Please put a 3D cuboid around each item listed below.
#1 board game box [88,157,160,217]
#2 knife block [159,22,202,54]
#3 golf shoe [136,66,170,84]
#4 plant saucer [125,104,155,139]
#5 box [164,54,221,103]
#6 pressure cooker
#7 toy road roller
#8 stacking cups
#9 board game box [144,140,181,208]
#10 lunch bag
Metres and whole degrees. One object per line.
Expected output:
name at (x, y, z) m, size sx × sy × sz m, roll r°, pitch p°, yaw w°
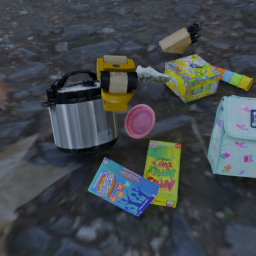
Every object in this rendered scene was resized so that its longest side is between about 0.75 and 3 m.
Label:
board game box at (-0.115, 1.247, 5.803) m, size 1.248 × 0.949 × 0.281 m, roll 28°, pitch 41°, yaw 0°
knife block at (1.926, -3.240, 9.932) m, size 1.352 × 1.187 × 0.433 m, roll -4°, pitch 55°, yaw -32°
golf shoe at (0.792, -1.696, 8.709) m, size 1.113 × 0.436 × 0.541 m, roll 7°, pitch 64°, yaw -17°
plant saucer at (0.342, -0.159, 7.373) m, size 0.923 × 0.234 × 0.923 m, roll -12°, pitch 69°, yaw 33°
box at (2.003, -1.599, 8.894) m, size 1.220 × 0.773 × 1.267 m, roll -19°, pitch 49°, yaw -18°
pressure cooker at (-1.071, -0.453, 6.823) m, size 1.656 × 1.854 × 1.631 m, roll -4°, pitch 16°, yaw 10°
toy road roller at (-0.269, -0.927, 5.987) m, size 0.776 × 0.922 × 1.264 m, roll 1°, pitch 36°, yaw -8°
stacking cups at (3.339, -1.731, 9.264) m, size 1.481 × 0.448 × 0.448 m, roll 33°, pitch 55°, yaw 28°
board game box at (0.808, 1.042, 6.706) m, size 0.807 × 0.378 × 1.589 m, roll 8°, pitch 47°, yaw 7°
lunch bag at (2.764, 0.171, 6.440) m, size 1.534 × 1.801 × 1.098 m, roll 6°, pitch 23°, yaw 4°
